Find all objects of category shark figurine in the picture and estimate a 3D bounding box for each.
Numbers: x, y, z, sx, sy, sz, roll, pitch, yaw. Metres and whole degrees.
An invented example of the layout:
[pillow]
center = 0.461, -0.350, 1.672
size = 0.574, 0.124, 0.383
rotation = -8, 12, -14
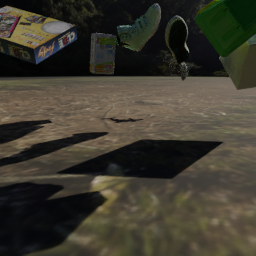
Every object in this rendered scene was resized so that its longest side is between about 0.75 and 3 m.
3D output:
[shark figurine]
center = 2.123, -2.668, 11.710
size = 0.575, 0.823, 1.377
rotation = 29, 18, -45

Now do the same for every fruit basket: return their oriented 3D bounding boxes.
[fruit basket]
center = 2.376, -2.564, 6.640
size = 1.855, 1.338, 1.855
rotation = -37, 1, 1

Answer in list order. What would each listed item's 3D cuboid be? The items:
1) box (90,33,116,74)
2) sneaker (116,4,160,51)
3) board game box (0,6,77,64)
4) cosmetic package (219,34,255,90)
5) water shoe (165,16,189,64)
[box]
center = -1.000, -2.903, 11.020
size = 0.844, 1.500, 0.760
rotation = 0, 17, -20
[sneaker]
center = 0.301, -3.732, 10.410
size = 1.229, 0.767, 2.083
rotation = 1, -32, -29
[board game box]
center = -3.097, -2.747, 8.033
size = 2.672, 0.462, 1.810
rotation = 22, 45, 19
[cosmetic package]
center = 3.549, -2.296, 8.327
size = 0.992, 1.609, 1.614
rotation = -10, 50, -1
[water shoe]
center = 1.523, -2.994, 9.389
size = 0.751, 0.829, 2.101
rotation = -29, -29, 2
